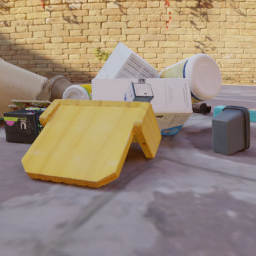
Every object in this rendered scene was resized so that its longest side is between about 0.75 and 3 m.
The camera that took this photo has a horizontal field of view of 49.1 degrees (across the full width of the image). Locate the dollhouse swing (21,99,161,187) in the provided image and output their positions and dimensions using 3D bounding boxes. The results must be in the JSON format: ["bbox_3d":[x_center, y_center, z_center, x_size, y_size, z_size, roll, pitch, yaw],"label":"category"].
[{"bbox_3d":[-0.767,0.593,6.799,2.582,2.270,2.347,4,-29,19],"label":"dollhouse swing"}]

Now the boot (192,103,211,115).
[{"bbox_3d":[3.266,-1.088,14.710,1.802,0.579,1.679,11,3,32],"label":"boot"}]

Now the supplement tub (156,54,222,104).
[{"bbox_3d":[2.035,-1.602,10.134,1.604,1.604,2.222,-8,-2,-33],"label":"supplement tub"}]

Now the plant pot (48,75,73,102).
[{"bbox_3d":[-4.066,-2.282,18.183,1.653,1.905,1.905,24,22,27],"label":"plant pot"}]

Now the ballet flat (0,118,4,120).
[{"bbox_3d":[-5.605,-1.046,13.572,0.977,0.965,2.869,4,13,20],"label":"ballet flat"}]

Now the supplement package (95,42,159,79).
[{"bbox_3d":[-0.121,-1.856,10.241,1.368,1.816,1.379,28,17,-34],"label":"supplement package"}]

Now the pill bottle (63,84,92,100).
[{"bbox_3d":[-1.857,-1.441,14.114,1.508,1.508,2.715,6,12,27],"label":"pill bottle"}]

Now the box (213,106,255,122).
[{"bbox_3d":[5.072,-0.663,12.827,2.071,0.509,0.852,8,14,35],"label":"box"}]

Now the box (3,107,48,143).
[{"bbox_3d":[-3.060,-0.135,9.119,1.125,0.942,1.515,2,12,17],"label":"box"}]

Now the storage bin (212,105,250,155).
[{"bbox_3d":[2.668,0.097,7.580,0.839,1.250,0.909,-21,22,-36],"label":"storage bin"}]

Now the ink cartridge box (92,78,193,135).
[{"bbox_3d":[0.330,-0.595,8.788,2.822,1.212,2.067,-2,-19,-5],"label":"ink cartridge box"}]

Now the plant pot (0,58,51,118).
[{"bbox_3d":[-4.759,-1.466,11.651,2.624,2.867,2.867,14,11,-3],"label":"plant pot"}]

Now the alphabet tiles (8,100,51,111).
[{"bbox_3d":[-3.172,-0.515,10.453,2.276,0.072,1.894,3,-25,15],"label":"alphabet tiles"}]
